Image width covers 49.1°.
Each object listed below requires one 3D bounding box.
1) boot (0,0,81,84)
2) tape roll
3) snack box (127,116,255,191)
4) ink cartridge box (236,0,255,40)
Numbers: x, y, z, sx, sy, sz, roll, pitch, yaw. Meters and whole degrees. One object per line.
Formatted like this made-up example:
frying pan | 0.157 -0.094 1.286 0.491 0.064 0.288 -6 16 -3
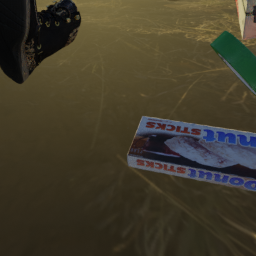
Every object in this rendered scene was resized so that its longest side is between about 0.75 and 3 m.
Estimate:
boot | -1.802 -2.233 5.777 0.914 2.498 1.881 34 53 8
tape roll | 1.851 -0.950 4.427 1.309 0.315 1.309 40 22 -20
snack box | 0.972 0.285 3.053 1.865 0.227 0.670 9 44 14
ink cartridge box | 2.765 -2.893 5.956 0.701 1.663 1.204 -7 72 16
